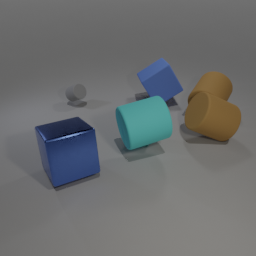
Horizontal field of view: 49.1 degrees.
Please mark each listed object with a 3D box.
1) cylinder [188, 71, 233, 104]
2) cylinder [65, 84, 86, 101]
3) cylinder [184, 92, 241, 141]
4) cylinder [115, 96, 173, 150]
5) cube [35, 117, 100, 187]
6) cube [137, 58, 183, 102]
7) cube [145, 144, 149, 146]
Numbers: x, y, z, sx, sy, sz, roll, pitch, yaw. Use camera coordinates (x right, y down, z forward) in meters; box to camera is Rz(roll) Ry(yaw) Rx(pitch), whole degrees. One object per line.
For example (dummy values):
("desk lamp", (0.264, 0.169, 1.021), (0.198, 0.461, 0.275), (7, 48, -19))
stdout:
("cylinder", (3.340, -1.341, 11.378), (1.400, 1.400, 1.400), (18, 51, 29))
("cylinder", (-2.345, -1.590, 12.597), (0.700, 0.700, 0.700), (-28, 14, -40))
("cylinder", (2.961, -0.391, 9.881), (1.400, 1.400, 1.400), (19, 23, -20))
("cylinder", (0.477, -0.168, 8.817), (1.400, 1.400, 1.400), (-17, 32, -12))
("cube", (-1.779, 0.624, 8.216), (1.400, 1.400, 1.400), (-15, 23, -25))
("cube", (1.418, -2.089, 12.659), (1.400, 1.400, 1.400), (-32, 25, 8))
("cube", (0.490, 0.140, 10.120), (0.700, 0.700, 0.700), (8, 30, 13))
